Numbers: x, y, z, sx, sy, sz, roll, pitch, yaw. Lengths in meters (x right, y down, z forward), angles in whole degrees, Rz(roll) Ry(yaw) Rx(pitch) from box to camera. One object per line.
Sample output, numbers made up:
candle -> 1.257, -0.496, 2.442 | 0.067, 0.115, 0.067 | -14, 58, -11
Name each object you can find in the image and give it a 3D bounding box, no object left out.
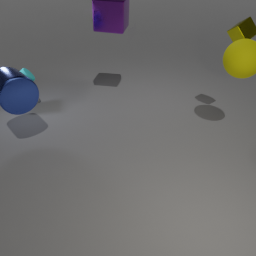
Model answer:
cylinder -> -4.148, -1.359, 10.127 | 1.400, 1.400, 1.400 | -22, 36, -31
cylinder -> -4.687, -2.214, 12.614 | 0.700, 0.700, 0.700 | -40, 34, 9
cube -> 4.392, -3.679, 10.719 | 0.700, 0.700, 0.700 | -37, 10, -10
cube -> -0.751, -5.228, 12.729 | 1.400, 1.400, 1.400 | 8, 37, 8
ball -> 4.175, -2.507, 10.159 | 1.400, 1.400, 1.400 | 0, 32, 0
